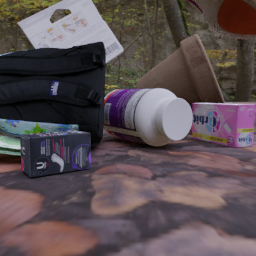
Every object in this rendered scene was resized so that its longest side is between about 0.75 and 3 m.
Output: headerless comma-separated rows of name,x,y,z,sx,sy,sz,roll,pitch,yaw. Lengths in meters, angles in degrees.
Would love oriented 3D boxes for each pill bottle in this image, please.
pill bottle,0.324,-0.252,5.845,1.134,1.134,2.017,-5,9,-36

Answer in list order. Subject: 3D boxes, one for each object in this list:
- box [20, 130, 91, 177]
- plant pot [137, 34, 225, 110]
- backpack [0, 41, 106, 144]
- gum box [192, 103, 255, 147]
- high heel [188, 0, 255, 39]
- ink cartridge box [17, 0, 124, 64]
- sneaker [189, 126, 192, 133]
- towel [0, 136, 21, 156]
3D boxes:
box,-0.952,0.314,3.710,0.824,0.504,0.437,-4,6,-35
plant pot,1.784,-1.413,10.014,2.594,2.974,2.974,-21,1,16
backpack,-1.805,-0.613,5.661,2.599,2.120,1.998,2,-22,-9
gum box,1.959,-0.114,6.016,0.480,0.823,1.451,-3,7,-25
high heel,1.584,-2.595,5.124,2.677,0.903,1.287,31,55,5
ink cartridge box,-1.750,-2.753,8.923,2.627,2.314,0.587,-40,14,-26
sneaker,1.387,-0.042,7.580,0.374,0.404,1.002,15,2,-43
towel,-1.833,0.289,4.658,1.039,0.159,1.362,7,0,-3
